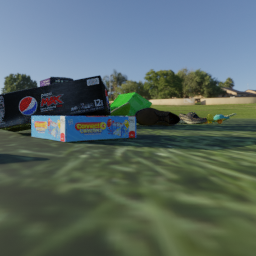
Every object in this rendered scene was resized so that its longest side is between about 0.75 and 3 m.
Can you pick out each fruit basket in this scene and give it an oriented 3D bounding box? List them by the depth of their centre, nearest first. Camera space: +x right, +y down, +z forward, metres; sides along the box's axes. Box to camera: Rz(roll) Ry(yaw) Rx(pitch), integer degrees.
[{"bbox_3d":[0.434,-0.752,14.962,2.505,1.807,2.505,35,-17,13],"label":"fruit basket"}]

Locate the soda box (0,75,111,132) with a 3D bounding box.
[{"bbox_3d":[-2.003,-0.609,7.631,2.937,0.930,1.039,-9,-7,3],"label":"soda box"}]

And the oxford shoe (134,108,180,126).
[{"bbox_3d":[1.429,-0.525,13.186,2.400,0.872,1.013,-1,4,-28],"label":"oxford shoe"}]

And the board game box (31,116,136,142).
[{"bbox_3d":[-1.016,-0.031,6.275,1.713,0.489,1.750,-2,3,-40],"label":"board game box"}]

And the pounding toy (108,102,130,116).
[{"bbox_3d":[-0.480,-0.273,11.236,1.702,0.790,1.314,-31,1,25],"label":"pounding toy"}]

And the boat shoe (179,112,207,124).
[{"bbox_3d":[3.688,-0.599,16.344,0.724,0.712,1.943,-3,4,-45],"label":"boat shoe"}]

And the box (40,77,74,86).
[{"bbox_3d":[-3.526,-1.272,13.824,1.188,2.278,1.685,-1,2,-34],"label":"box"}]

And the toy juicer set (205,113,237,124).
[{"bbox_3d":[5.329,-0.450,16.669,1.935,0.526,1.231,-4,-14,-17],"label":"toy juicer set"}]
